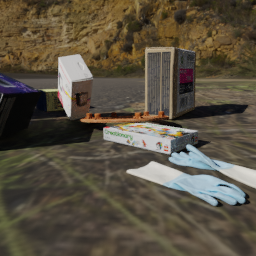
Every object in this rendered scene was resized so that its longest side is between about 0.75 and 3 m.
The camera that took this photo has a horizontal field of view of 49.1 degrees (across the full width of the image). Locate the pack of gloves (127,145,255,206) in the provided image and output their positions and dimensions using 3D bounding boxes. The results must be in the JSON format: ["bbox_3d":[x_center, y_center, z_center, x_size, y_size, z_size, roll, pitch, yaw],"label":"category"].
[{"bbox_3d":[1.070,0.555,4.060,1.434,0.337,1.707,-10,15,-42],"label":"pack of gloves"}]

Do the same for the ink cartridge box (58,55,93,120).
[{"bbox_3d":[-1.602,-1.194,8.353,0.677,1.581,1.167,-16,55,-24],"label":"ink cartridge box"}]

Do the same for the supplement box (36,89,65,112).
[{"bbox_3d":[-2.891,-1.105,10.880,1.108,0.744,1.109,-8,14,-33],"label":"supplement box"}]

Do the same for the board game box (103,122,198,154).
[{"bbox_3d":[0.462,0.158,5.971,1.727,0.299,1.090,10,15,39],"label":"board game box"}]

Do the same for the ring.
[{"bbox_3d":[-0.094,-0.327,7.703,2.460,0.236,2.460,-1,5,0],"label":"ring"}]

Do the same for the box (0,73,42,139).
[{"bbox_3d":[-3.769,-0.902,6.116,2.983,1.176,2.105,25,7,-2],"label":"box"}]

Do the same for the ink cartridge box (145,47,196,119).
[{"bbox_3d":[1.533,-1.564,9.569,0.997,2.186,2.654,6,14,28],"label":"ink cartridge box"}]
